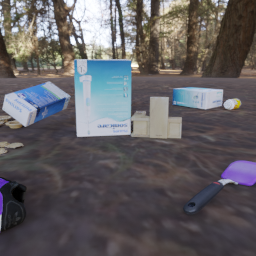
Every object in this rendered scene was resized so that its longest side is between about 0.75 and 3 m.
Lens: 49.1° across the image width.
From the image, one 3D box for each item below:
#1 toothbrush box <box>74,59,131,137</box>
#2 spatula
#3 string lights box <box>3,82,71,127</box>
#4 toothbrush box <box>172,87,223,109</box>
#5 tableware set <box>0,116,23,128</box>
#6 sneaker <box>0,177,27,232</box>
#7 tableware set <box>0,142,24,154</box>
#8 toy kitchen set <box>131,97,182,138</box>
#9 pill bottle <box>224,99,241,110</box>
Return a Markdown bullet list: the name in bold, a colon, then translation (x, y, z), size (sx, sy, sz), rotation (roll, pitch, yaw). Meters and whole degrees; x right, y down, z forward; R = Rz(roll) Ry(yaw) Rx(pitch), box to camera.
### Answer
- **toothbrush box**: translation (-0.785, -0.948, 8.629), size (1.672, 2.284, 0.974), rotation (-3, 14, -9)
- **spatula**: translation (1.648, 0.973, 4.832), size (2.314, 0.238, 0.654), rotation (-13, 17, -43)
- **string lights box**: translation (-2.772, -0.802, 8.682), size (0.960, 0.551, 1.868), rotation (35, 32, 12)
- **toothbrush box**: translation (3.618, -1.598, 14.631), size (1.537, 0.895, 2.099), rotation (-11, 19, -40)
- **tableware set**: translation (-4.320, -0.232, 10.126), size (1.991, 0.231, 1.663), rotation (0, 13, 0)
- **sneaker**: translation (-2.007, 0.986, 4.081), size (0.939, 0.656, 1.888), rotation (-1, 14, -37)
- **tableware set**: translation (-3.240, 0.500, 7.208), size (0.782, 0.109, 0.936), rotation (7, 14, 30)
- **toy kitchen set**: translation (0.913, -0.433, 8.780), size (1.488, 1.214, 1.342), rotation (2, 13, 8)
- **pill bottle**: translation (5.041, -1.151, 13.561), size (0.907, 0.495, 0.495), rotation (-10, 16, -39)
